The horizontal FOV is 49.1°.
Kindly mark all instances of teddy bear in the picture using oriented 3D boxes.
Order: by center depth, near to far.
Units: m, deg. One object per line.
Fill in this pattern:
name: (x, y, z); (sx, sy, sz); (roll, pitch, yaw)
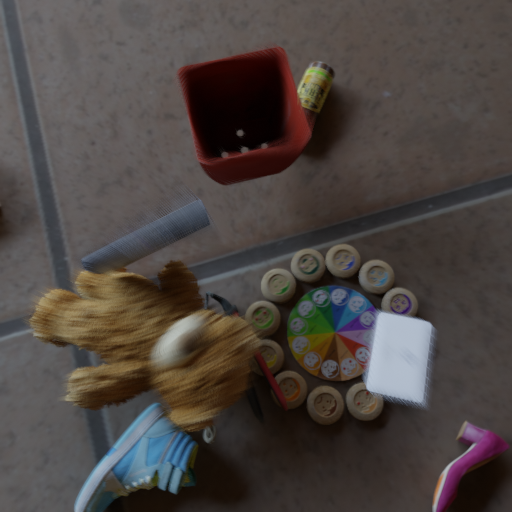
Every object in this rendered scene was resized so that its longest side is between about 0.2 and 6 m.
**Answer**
teddy bear: (-2.007, 1.162, 9.431); (3.029, 1.395, 4.178); (-23, 40, -28)

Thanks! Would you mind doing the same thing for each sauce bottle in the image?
sauce bottle: (1.082, -3.209, 11.974); (0.637, 0.637, 1.969); (20, 75, 6)

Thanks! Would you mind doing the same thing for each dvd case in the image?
dvd case: (-1.753, -0.256, 9.330); (2.058, 1.547, 0.255); (-27, 88, -4)

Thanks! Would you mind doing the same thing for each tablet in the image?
tablet: (2.244, 1.566, 8.735); (0.849, 0.089, 1.304); (11, 65, 10)

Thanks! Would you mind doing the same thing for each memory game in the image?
memory game: (1.492, 1.456, 10.735); (3.503, 0.223, 3.503); (0, 73, 0)

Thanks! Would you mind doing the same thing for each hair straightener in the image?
hair straightener: (-0.467, 1.828, 10.268); (1.039, 0.552, 2.699); (-28, 64, -4)

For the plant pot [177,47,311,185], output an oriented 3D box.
plant pot: (-0.226, -2.279, 10.021); (1.877, 1.656, 1.879); (-13, 73, -5)

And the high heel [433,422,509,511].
high heel: (3.762, 3.868, 9.840); (0.850, 0.597, 1.773); (26, 61, 18)

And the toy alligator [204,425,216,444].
toy alligator: (-0.910, 2.192, 9.908); (0.635, 0.581, 2.142); (-11, 68, 40)

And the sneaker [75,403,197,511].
sneaker: (-1.927, 3.871, 9.676); (1.481, 0.902, 2.268); (36, 77, 12)
